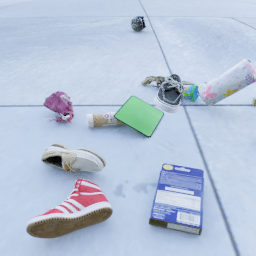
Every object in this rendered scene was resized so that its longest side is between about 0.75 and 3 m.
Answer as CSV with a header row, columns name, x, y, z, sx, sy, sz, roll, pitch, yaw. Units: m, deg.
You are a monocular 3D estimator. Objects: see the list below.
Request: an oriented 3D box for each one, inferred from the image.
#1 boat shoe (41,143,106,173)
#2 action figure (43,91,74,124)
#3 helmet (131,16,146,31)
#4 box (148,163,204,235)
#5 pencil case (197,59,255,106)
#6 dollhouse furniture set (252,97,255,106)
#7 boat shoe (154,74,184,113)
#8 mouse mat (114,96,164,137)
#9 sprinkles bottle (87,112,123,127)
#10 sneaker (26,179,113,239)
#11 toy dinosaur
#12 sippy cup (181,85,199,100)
name,x,y,z,sx,sy,sz,roll,pitch,yaw
boat shoe,-1.659,1.014,8.380,2.094,0.783,0.716,7,35,29
action figure,-2.587,-0.666,11.079,1.155,1.284,1.725,-46,58,5
helmet,0.798,-8.236,22.162,1.226,1.226,1.168,22,45,30
box,1.367,1.790,7.488,1.268,0.339,2.094,8,35,12
pencil case,3.967,-1.789,11.239,0.954,2.294,1.040,24,49,-41
dollhouse furniture set,6.051,-1.664,12.006,1.363,1.206,0.758,0,32,-2
boat shoe,1.430,-1.209,9.099,0.844,0.780,2.285,24,29,6
mouse mat,0.478,-0.504,10.775,1.571,0.073,1.952,30,38,6
sprinkles bottle,-0.809,-0.338,10.618,1.463,0.499,0.499,-6,34,-10
sneaker,-1.504,1.933,6.926,2.024,0.721,1.138,-7,37,-24
toy dinosaur,1.995,-2.019,13.102,2.954,0.701,1.302,12,28,12
sippy cup,2.738,-1.588,12.459,0.647,0.883,0.693,10,78,34
